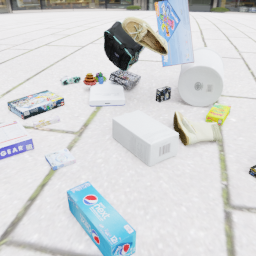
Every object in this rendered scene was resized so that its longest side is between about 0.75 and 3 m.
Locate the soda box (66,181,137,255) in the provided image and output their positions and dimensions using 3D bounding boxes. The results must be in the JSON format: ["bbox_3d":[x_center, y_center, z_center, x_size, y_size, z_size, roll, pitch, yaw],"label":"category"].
[{"bbox_3d":[-0.732,2.315,7.086,0.711,0.752,2.216,-20,35,-31],"label":"soda box"}]

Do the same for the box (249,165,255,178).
[{"bbox_3d":[4.650,1.520,8.998,0.908,0.281,1.137,-17,34,-25],"label":"box"}]

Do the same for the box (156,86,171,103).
[{"bbox_3d":[1.822,-1.740,14.397,0.789,0.646,0.340,-21,35,-33],"label":"box"}]

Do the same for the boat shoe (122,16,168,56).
[{"bbox_3d":[0.763,-3.671,11.241,2.216,0.812,0.694,24,33,-24],"label":"boat shoe"}]

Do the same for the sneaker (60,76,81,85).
[{"bbox_3d":[-3.481,-2.953,16.728,1.202,0.467,0.841,-16,34,-27],"label":"sneaker"}]

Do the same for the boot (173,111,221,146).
[{"bbox_3d":[2.741,-0.061,11.354,1.535,0.715,1.984,-5,35,-8],"label":"boot"}]

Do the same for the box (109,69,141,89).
[{"bbox_3d":[-0.138,-2.865,16.062,1.382,0.436,1.753,24,27,8],"label":"box"}]

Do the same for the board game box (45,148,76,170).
[{"bbox_3d":[-2.387,1.082,9.858,0.833,0.182,0.837,-18,34,-29],"label":"board game box"}]

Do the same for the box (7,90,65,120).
[{"bbox_3d":[-4.450,-1.185,13.629,1.526,0.421,2.234,25,38,37],"label":"box"}]

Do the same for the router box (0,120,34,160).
[{"bbox_3d":[-4.873,0.503,10.551,2.060,0.503,1.848,-19,34,-30],"label":"router box"}]

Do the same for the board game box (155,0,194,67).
[{"bbox_3d":[2.069,-4.220,12.444,1.442,2.801,0.272,-7,8,8],"label":"board game box"}]

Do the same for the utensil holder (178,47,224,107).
[{"bbox_3d":[3.730,-2.627,14.331,2.320,2.320,2.730,8,32,14],"label":"utensil holder"}]

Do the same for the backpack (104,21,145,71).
[{"bbox_3d":[-0.207,-3.844,13.382,1.892,2.152,1.650,42,66,6],"label":"backpack"}]

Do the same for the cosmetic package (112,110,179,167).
[{"bbox_3d":[0.574,0.284,10.492,1.361,0.979,2.412,-18,33,-29],"label":"cosmetic package"}]

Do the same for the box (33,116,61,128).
[{"bbox_3d":[-3.532,-0.266,12.198,1.169,0.242,0.226,-16,34,-28],"label":"box"}]

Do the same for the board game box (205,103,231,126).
[{"bbox_3d":[4.125,-0.645,12.743,0.758,0.355,1.491,16,33,26],"label":"board game box"}]

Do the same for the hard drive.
[{"bbox_3d":[-1.122,-1.881,14.948,1.776,0.341,2.692,-2,29,-4],"label":"hard drive"}]

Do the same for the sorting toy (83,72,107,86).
[{"bbox_3d":[-1.789,-2.870,15.665,0.967,0.661,1.610,17,32,29],"label":"sorting toy"}]
